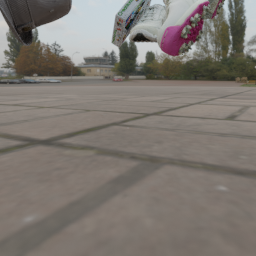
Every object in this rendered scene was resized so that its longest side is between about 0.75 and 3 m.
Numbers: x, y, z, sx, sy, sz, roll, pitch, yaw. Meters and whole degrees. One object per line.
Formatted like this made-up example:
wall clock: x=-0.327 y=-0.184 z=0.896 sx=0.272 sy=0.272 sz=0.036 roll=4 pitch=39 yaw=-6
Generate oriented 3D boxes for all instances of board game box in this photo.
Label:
board game box: x=0.205 y=-3.971 z=9.543 sx=0.382 sy=2.209 sz=1.395 roll=32 pitch=-22 yaw=3

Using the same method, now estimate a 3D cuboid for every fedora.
fedora: x=-1.757 y=-2.832 z=5.148 sx=1.218 sy=2.386 sz=2.698 roll=-13 pitch=-7 yaw=-9

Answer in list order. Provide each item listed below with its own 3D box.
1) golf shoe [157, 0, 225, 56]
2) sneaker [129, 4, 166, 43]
golf shoe: x=1.000 y=-2.207 z=5.120 sx=1.142 sy=0.940 sz=2.495 roll=28 pitch=55 yaw=14
sneaker: x=0.768 y=-3.576 z=9.569 sx=1.121 sy=1.209 sz=2.983 roll=7 pitch=25 yaw=16
